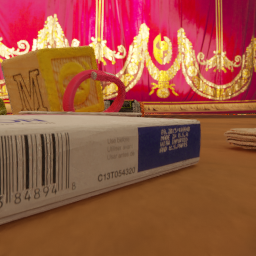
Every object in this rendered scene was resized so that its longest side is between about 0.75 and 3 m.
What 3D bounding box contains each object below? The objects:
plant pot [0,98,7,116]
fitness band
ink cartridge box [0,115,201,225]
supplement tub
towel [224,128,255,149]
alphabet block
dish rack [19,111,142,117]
[{"bbox_3d":[-4.212,-0.556,7.712,1.515,1.647,1.647,17,13,38],"label":"plant pot"},{"bbox_3d":[-1.051,-0.987,9.454,0.480,1.841,2.564,33,19,32],"label":"fitness band"},{"bbox_3d":[-1.129,0.140,2.944,2.811,0.609,2.760,5,6,40],"label":"ink cartridge box"},{"bbox_3d":[-0.199,-0.735,12.651,1.796,1.100,1.100,0,4,-3],"label":"supplement tub"},{"bbox_3d":[2.580,0.184,4.433,1.875,0.323,1.243,-1,5,-28],"label":"towel"},{"bbox_3d":[-2.772,-1.561,10.491,2.587,2.540,2.527,1,16,41],"label":"alphabet block"},{"bbox_3d":[-1.042,-0.130,7.056,2.767,0.602,2.375,0,3,1],"label":"dish rack"}]
